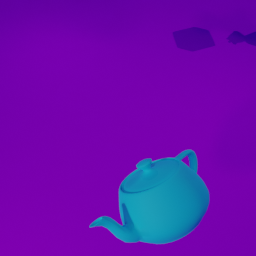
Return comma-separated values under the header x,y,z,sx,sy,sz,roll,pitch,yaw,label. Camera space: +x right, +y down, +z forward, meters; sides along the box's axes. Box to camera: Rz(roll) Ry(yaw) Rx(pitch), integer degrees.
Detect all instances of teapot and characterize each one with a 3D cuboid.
x,y,z,sx,sy,sz,roll,pitch,yaw,label
0.333,0.825,3.429,1.824,0.893,1.134,-34,13,-36,teapot
